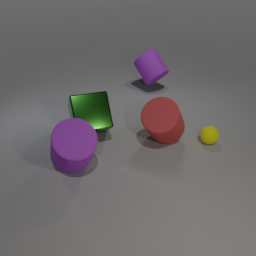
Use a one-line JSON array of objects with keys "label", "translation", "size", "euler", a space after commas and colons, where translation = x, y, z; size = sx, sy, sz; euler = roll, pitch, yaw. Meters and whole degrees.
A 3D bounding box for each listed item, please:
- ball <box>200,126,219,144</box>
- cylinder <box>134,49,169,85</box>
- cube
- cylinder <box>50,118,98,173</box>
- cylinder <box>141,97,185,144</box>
[{"label": "ball", "translation": [3.124, 0.277, 10.742], "size": [0.700, 0.700, 0.700], "euler": [0, 30, 0]}, {"label": "cylinder", "translation": [1.243, -3.231, 14.915], "size": [1.400, 1.400, 1.400], "euler": [-31, -3, -2]}, {"label": "cube", "translation": [-1.481, -0.508, 10.838], "size": [1.400, 1.400, 1.400], "euler": [-10, -5, -15]}, {"label": "cylinder", "translation": [-1.766, 0.593, 8.976], "size": [1.400, 1.400, 1.400], "euler": [7, 64, -14]}, {"label": "cylinder", "translation": [1.322, -0.254, 10.420], "size": [1.400, 1.400, 1.400], "euler": [-7, 69, 17]}]
